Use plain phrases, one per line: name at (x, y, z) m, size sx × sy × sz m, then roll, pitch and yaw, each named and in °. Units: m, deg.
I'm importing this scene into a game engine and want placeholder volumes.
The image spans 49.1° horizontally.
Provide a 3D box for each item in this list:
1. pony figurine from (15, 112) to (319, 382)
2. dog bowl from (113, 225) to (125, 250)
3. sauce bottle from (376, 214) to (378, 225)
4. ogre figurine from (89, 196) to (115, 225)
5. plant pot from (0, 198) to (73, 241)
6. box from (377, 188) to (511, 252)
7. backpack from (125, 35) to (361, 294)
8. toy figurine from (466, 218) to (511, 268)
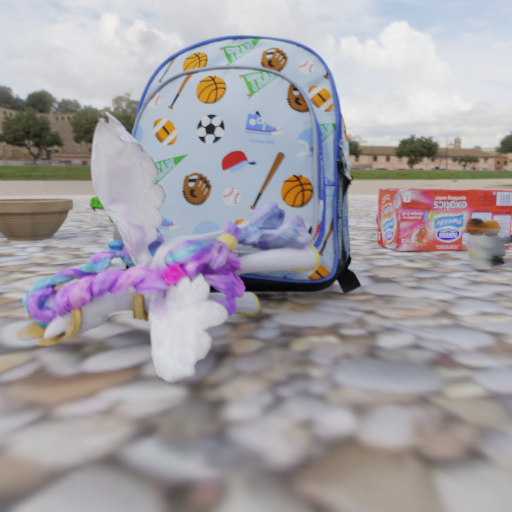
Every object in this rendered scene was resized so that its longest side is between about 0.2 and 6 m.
pony figurine at (-0.542, 0.109, 3.797) m, size 1.888 × 1.572 × 1.822 m, roll -9°, pitch -20°, yaw -35°
dog bowl at (-1.573, -0.478, 7.927) m, size 0.337 × 1.150 × 1.150 m, roll 22°, pitch 12°, yaw 10°
sauce bottle at (3.607, -0.861, 13.158) m, size 0.531 × 0.531 × 1.641 m, roll -7°, pitch 9°, yaw -44°
ogre figurine at (-3.256, -1.408, 15.196) m, size 2.385 × 1.170 × 1.430 m, roll -14°, pitch 23°, yaw -15°
plant pot at (-4.645, -0.752, 11.417) m, size 1.772 × 0.818 × 1.772 m, roll 0°, pitch 7°, yaw 0°
box at (3.262, -0.654, 9.801) m, size 2.099 × 1.047 × 1.002 m, roll -1°, pitch 8°, yaw -10°
backpack at (-0.185, -0.900, 5.556) m, size 2.543 × 2.422 × 1.959 m, roll 1°, pitch -11°, yaw 5°
toy figurine at (3.310, -0.239, 7.320) m, size 1.016 × 0.718 × 1.032 m, roll -6°, pitch -1°, yaw 43°
